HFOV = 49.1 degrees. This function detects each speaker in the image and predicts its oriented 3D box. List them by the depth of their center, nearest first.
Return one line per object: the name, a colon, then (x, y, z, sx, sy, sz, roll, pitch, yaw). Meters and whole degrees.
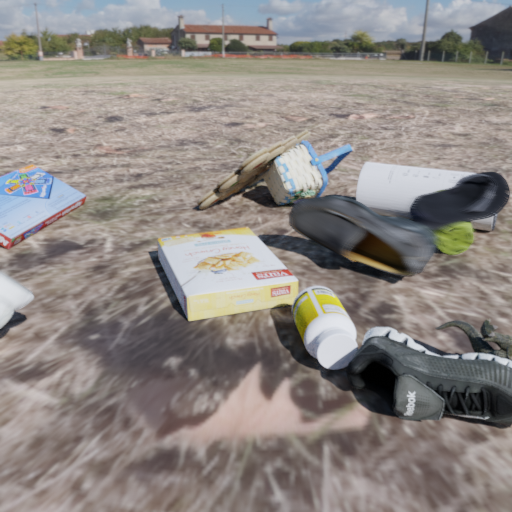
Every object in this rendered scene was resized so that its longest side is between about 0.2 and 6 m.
speaker: (3.668, -1.316, 12.049, 2.898, 1.177, 1.177, 10, 25, 24)

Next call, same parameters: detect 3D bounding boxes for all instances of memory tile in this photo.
memory tile: (-0.006, -2.048, 13.305, 2.297, 0.252, 2.996, -34, 2, 36)

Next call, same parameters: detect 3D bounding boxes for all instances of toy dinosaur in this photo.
toy dinosaur: (3.115, 1.273, 6.334, 2.195, 1.123, 0.845, 1, 48, 33)

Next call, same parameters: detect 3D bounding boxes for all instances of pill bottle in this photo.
pill bottle: (0.897, 0.935, 7.296, 0.677, 0.677, 1.204, -3, 23, -7)

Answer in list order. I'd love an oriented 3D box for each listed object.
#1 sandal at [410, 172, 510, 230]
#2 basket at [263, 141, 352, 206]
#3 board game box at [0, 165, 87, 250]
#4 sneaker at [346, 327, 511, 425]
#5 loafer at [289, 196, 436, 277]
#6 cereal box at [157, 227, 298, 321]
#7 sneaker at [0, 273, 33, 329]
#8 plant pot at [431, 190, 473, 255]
sandal: (3.856, -1.056, 10.192, 2.377, 0.509, 0.904, -23, 61, -30)
basket: (1.212, -1.957, 13.107, 1.851, 1.287, 1.632, -28, -6, -15)
board game box: (-5.013, -1.141, 11.947, 1.528, 0.289, 2.967, 31, 25, -1)
sneaker: (1.959, 1.453, 6.055, 2.256, 0.750, 1.021, 14, 29, 38)
loafer: (1.680, -0.342, 9.515, 2.577, 0.938, 0.932, 15, 36, 22)
cereal box: (-0.560, 0.207, 9.281, 1.754, 0.482, 2.438, -8, 24, -18)
sneaker: (-3.921, 0.668, 7.539, 2.371, 0.891, 0.961, -2, 56, 49)
plant pot: (3.658, -0.562, 10.657, 1.073, 1.073, 1.019, 1, 34, 2)
